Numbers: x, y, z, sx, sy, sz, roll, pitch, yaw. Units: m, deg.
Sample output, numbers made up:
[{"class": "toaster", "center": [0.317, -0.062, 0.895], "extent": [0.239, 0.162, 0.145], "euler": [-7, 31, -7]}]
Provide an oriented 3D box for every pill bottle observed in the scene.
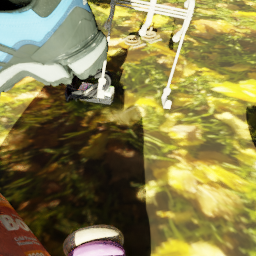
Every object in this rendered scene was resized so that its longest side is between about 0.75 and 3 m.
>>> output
[{"class": "pill bottle", "center": [-2.395, 1.964, 4.436], "extent": [1.603, 1.603, 2.858], "euler": [-33, 51, -32]}]

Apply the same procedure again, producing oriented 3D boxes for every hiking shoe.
[{"class": "hiking shoe", "center": [-1.693, -1.016, 3.305], "extent": [2.827, 1.226, 1.052], "euler": [-15, 38, 6]}]

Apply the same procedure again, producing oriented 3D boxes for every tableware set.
[{"class": "tableware set", "center": [0.583, -3.991, 12.222], "extent": [1.598, 0.320, 1.056], "euler": [-24, 46, -25]}]

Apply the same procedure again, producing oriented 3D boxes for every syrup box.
[{"class": "syrup box", "center": [-0.997, -1.091, 8.829], "extent": [1.053, 0.429, 0.414], "euler": [10, 41, 9]}]

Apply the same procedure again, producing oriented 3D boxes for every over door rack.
[{"class": "over door rack", "center": [0.301, -1.756, 6.242], "extent": [1.759, 2.381, 0.793], "euler": [7, 25, -8]}]

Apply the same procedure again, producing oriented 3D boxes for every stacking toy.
[{"class": "stacking toy", "center": [-0.382, 2.751, 4.056], "extent": [1.045, 1.045, 2.447], "euler": [-7, 45, -8]}]

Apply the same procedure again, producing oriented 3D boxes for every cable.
[{"class": "cable", "center": [-1.261, -1.511, 9.001], "extent": [1.555, 0.484, 1.906], "euler": [-18, 32, 9]}]
